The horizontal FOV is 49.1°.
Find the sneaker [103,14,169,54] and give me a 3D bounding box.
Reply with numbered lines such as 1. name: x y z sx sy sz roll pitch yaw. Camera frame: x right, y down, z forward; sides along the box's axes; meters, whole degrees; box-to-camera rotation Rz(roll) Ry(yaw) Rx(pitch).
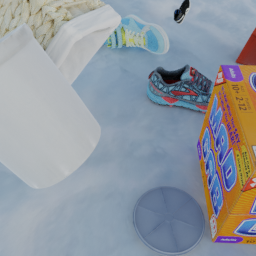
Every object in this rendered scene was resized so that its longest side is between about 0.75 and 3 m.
1. sneaker: 0.116 -3.453 10.947 1.914 1.166 2.932 -24 42 -23

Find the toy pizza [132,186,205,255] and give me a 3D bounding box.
1. toy pizza: 0.925 2.102 6.436 1.652 0.262 1.652 1 48 -1

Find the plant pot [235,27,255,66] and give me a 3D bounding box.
1. plant pot: 5.029 -3.027 10.518 1.153 1.309 1.308 31 54 13

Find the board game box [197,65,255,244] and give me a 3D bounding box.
1. board game box: 3.291 0.620 6.052 2.807 2.805 2.805 2 47 2

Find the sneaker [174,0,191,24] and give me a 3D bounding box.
1. sneaker: 1.818 -3.999 9.435 0.319 0.874 0.489 25 8 29

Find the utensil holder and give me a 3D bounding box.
1. utensil holder: -1.673 -0.276 4.516 1.753 2.062 1.753 -26 30 16

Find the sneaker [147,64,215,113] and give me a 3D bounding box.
1. sneaker: 1.986 -1.311 8.829 2.768 1.322 1.098 5 48 4

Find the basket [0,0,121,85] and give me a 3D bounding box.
1. basket: -1.893 -1.785 6.022 1.786 2.895 1.962 45 37 -6
